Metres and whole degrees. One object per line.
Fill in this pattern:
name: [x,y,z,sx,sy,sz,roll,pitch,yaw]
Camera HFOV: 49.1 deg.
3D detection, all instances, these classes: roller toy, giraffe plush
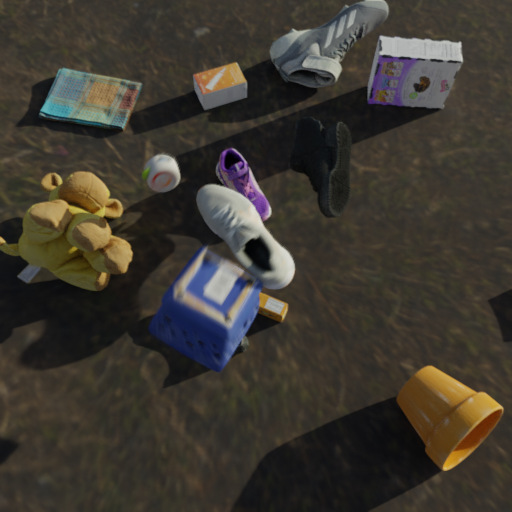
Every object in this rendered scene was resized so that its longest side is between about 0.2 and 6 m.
roller toy: [-1.647,-1.446,9.802,0.568,0.622,0.435,-30,51,8]
giraffe plush: [-3.582,-0.713,11.119,2.626,2.266,2.130,-14,45,32]

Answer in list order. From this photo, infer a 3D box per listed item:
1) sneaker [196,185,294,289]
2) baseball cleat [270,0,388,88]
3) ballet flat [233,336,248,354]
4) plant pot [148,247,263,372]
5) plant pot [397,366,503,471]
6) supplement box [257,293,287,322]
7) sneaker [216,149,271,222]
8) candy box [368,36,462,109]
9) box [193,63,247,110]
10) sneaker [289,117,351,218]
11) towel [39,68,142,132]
sneaker: [-0.222,-0.410,8.923,0.810,0.984,2.139,-44,76,3]
baseball cleat: [1.997,-5.093,13.762,3.211,1.120,1.709,-24,72,-2]
ballet flat: [-0.875,1.276,10.683,1.730,0.492,0.575,28,66,14]
plant pot: [-0.723,0.769,8.782,1.377,1.238,1.377,30,55,5]
plant pot: [3.187,2.658,9.578,1.432,1.432,1.311,-34,52,-16]
supplement box: [0.136,0.949,10.957,0.941,0.313,0.324,24,63,11]
sneaker: [-0.316,-1.545,11.953,0.754,0.829,1.875,-24,67,-13]
candy box: [3.601,-4.189,12.907,1.822,1.528,0.652,5,63,3]
box: [-0.859,-4.055,13.396,1.113,0.542,0.692,-20,65,-10]
sneaker: [1.191,-1.753,11.007,1.247,0.718,2.390,-10,63,41]
towel: [-3.962,-3.765,13.430,2.108,0.229,1.546,10,64,5]
